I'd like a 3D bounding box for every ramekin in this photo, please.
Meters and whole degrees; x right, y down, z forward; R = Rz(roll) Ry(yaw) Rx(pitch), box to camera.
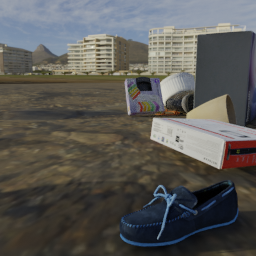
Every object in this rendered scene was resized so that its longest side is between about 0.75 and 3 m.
[{"bbox_3d":[2.372,-1.717,13.225,1.826,0.890,1.826,-13,-23,-6],"label":"ramekin"}]

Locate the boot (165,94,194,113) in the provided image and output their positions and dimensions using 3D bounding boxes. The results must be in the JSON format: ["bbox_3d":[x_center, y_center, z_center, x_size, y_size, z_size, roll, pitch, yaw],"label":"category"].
[{"bbox_3d":[2.240,-0.901,11.351,1.700,0.901,2.582,8,2,32],"label":"boot"}]

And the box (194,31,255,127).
[{"bbox_3d":[3.674,-1.718,9.915,1.807,2.933,2.909,7,14,33],"label":"box"}]

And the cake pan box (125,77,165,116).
[{"bbox_3d":[0.661,-1.304,11.361,1.445,1.569,0.411,-1,-17,-13],"label":"cake pan box"}]

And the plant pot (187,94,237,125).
[{"bbox_3d":[2.286,-0.272,7.791,1.181,1.106,1.106,-11,4,32],"label":"plant pot"}]

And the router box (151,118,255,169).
[{"bbox_3d":[1.760,0.218,5.648,1.800,0.490,2.005,0,12,-30],"label":"router box"}]

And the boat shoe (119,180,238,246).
[{"bbox_3d":[0.568,0.850,3.093,1.472,0.505,0.619,-7,13,-31],"label":"boat shoe"}]

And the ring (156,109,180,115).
[{"bbox_3d":[1.600,-0.686,11.938,1.237,0.119,1.237,0,12,0],"label":"ring"}]
